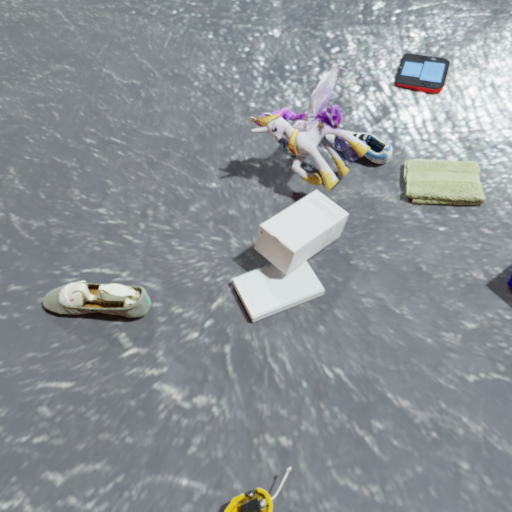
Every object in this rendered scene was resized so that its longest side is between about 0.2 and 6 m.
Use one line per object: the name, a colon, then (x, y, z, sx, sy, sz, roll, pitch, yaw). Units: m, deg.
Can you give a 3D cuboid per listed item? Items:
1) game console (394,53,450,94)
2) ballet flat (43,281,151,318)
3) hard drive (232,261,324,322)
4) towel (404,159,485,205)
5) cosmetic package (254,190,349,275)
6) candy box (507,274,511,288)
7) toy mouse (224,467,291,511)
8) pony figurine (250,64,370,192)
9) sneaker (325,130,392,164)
game console: (4.134, -4.566, 13.925, 1.192, 0.209, 1.348, 16, 55, 12)
ballet flat: (-2.810, 0.677, 9.760, 1.935, 0.616, 0.652, 4, 53, 3)
hard drive: (0.393, 0.555, 10.123, 1.416, 0.186, 0.934, -20, 56, -14)
towel: (3.883, -1.548, 11.619, 1.608, 0.293, 1.193, 4, 54, 3)
cosmetic package: (0.844, -0.466, 10.362, 1.619, 0.687, 0.871, -33, 63, -33)
candy box: (5.767, 0.345, 9.934, 1.898, 0.731, 1.605, -31, 58, -20)
toy mouse: (0.067, 4.008, 7.440, 1.818, 0.352, 1.616, -23, 56, -16)
pony figurine: (1.181, -2.531, 11.236, 2.126, 1.770, 2.052, 44, 71, 3)
sneaker: (2.194, -2.494, 12.158, 1.595, 0.578, 0.573, 23, 58, 18)
